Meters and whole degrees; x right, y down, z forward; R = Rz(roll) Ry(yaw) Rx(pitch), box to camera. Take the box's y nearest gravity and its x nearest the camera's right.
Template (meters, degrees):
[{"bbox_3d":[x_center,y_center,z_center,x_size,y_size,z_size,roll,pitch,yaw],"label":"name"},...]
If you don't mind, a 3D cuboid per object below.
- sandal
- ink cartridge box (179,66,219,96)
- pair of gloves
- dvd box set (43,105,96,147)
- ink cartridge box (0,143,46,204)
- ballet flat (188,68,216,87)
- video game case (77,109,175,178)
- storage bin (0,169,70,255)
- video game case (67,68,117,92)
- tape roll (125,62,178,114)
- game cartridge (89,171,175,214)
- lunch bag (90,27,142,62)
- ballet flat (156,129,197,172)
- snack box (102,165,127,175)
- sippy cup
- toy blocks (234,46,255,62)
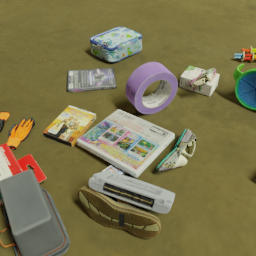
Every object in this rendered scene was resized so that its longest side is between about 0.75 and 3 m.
[{"bbox_3d":[-0.260,2.425,8.371,2.671,1.073,0.721,16,30,14],"label":"sandal"},{"bbox_3d":[3.455,-2.292,13.542,1.581,0.664,1.145,23,48,22],"label":"ink cartridge box"},{"bbox_3d":[-4.946,0.017,11.411,2.074,0.256,1.848,10,44,12],"label":"pair of gloves"},{"bbox_3d":[-2.361,-0.125,11.532,1.385,0.278,1.893,19,47,18],"label":"dvd box set"},{"bbox_3d":[-4.402,1.599,9.051,2.960,0.995,1.720,-27,42,-25],"label":"ink cartridge box"},{"bbox_3d":[3.376,-2.171,12.475,1.385,0.479,0.493,-27,34,4],"label":"ballet flat"},{"bbox_3d":[-0.064,0.429,10.718,2.819,0.334,2.566,25,45,28],"label":"video game case"},{"bbox_3d":[-2.866,2.444,7.868,1.727,1.594,2.373,-21,46,-21],"label":"storage bin"},{"bbox_3d":[-1.827,-2.439,14.042,2.355,0.223,1.682,-5,43,-6],"label":"video game case"},{"bbox_3d":[1.000,-1.654,11.844,2.080,2.080,0.884,-18,46,-18],"label":"tape roll"},{"bbox_3d":[0.185,1.902,8.578,2.452,0.496,1.635,16,5,15],"label":"game cartridge"},{"bbox_3d":[-0.698,-4.818,15.951,2.677,1.104,2.152,-31,49,-30],"label":"lunch bag"},{"bbox_3d":[1.901,0.910,10.132,0.825,0.825,2.294,25,50,24],"label":"ballet flat"},{"bbox_3d":[-0.150,1.338,10.047,1.566,0.190,0.563,-32,52,-29],"label":"snack box"},{"bbox_3d":[5.977,-1.911,12.486,1.740,2.374,1.864,-29,10,-41],"label":"sippy cup"},{"bbox_3d":[6.645,-4.140,15.606,1.483,0.539,1.236,6,44,7],"label":"toy blocks"}]
